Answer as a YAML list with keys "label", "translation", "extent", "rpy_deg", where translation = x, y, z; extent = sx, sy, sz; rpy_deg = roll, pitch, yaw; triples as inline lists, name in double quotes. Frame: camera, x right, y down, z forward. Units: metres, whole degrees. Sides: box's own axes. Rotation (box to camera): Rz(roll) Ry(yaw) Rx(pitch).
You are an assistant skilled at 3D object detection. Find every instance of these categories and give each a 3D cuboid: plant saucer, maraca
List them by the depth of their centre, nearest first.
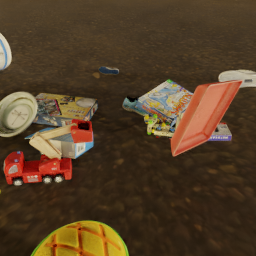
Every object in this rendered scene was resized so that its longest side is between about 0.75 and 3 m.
- label: "maraca"
  translation: [-0.987, 2.367, 4.475]
  extent: [2.220, 1.188, 1.522]
  rpy_deg: [-26, 50, -34]
- label: "plant saucer"
  translation: [1.682, -0.316, 6.200]
  extent: [0.318, 1.730, 1.733]
  rpy_deg: [40, 35, 29]
- label: "plant saucer"
  translation: [-3.662, -0.400, 9.216]
  extent: [1.650, 0.414, 1.650]
  rpy_deg: [-7, 62, 13]

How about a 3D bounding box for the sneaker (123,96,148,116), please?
- label: "sneaker"
  translation: [0.434, -0.834, 10.091]
  extent: [1.257, 0.565, 0.493]
  rpy_deg: [12, 34, 4]

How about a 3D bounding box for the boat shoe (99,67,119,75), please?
- label: "boat shoe"
  translation: [-0.915, -2.767, 13.458]
  extent: [0.970, 0.351, 0.351]
  rpy_deg: [11, 28, -1]

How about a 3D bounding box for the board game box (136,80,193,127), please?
- label: "board game box"
  translation: [1.492, -0.941, 10.130]
  extent: [1.452, 0.370, 2.146]
  rpy_deg: [35, 44, 18]

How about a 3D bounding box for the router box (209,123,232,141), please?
- label: "router box"
  translation: [2.796, 0.106, 8.979]
  extent: [0.838, 0.205, 0.752]
  rpy_deg: [0, 32, 0]

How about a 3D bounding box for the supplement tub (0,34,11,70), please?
- label: "supplement tub"
  translation: [-7.043, -3.215, 12.609]
  extent: [1.955, 1.955, 2.963]
  rpy_deg: [18, 37, 26]

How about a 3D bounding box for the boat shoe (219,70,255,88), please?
- label: "boat shoe"
  translation: [4.867, -2.199, 12.169]
  extent: [2.079, 0.748, 0.683]
  rpy_deg: [-4, 27, -6]

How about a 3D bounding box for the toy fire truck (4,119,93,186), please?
- label: "toy fire truck"
  translation: [-1.968, 0.607, 6.908]
  extent: [2.208, 1.557, 0.538]
  rpy_deg: [-3, 31, -8]

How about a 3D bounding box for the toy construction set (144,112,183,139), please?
- label: "toy construction set"
  translation: [1.161, -0.095, 8.982]
  extent: [1.352, 0.623, 0.886]
  rpy_deg: [-5, 33, 13]

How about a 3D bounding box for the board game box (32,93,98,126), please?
- label: "board game box"
  translation: [-2.417, -0.651, 9.997]
  extent: [2.304, 0.399, 1.561]
  rpy_deg: [7, 33, 11]

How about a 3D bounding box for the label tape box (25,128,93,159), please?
- label: "label tape box"
  translation: [-1.927, 0.393, 7.982]
  extent: [1.559, 0.515, 1.117]
  rpy_deg: [3, 15, 18]
